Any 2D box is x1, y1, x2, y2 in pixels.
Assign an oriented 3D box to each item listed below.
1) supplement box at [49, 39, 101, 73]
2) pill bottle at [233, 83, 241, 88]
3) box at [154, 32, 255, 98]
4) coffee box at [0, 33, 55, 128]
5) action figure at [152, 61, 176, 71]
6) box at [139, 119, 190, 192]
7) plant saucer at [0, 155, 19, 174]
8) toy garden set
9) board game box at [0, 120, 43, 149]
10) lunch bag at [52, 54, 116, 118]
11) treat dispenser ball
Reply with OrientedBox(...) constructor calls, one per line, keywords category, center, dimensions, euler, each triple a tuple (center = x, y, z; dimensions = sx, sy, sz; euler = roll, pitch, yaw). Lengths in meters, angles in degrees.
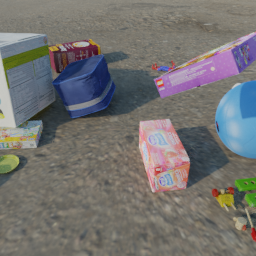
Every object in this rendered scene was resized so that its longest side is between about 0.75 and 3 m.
OrientedBox(category="supplement box", center=(-2.851, -3.857, 14.878), dimensions=(2.526, 1.082, 1.394), euler=(-16, 38, -22))
OrientedBox(category="pill bottle", center=(4.913, -1.321, 11.506), dimensions=(0.748, 0.748, 1.285), euler=(-15, 37, -21))
OrientedBox(category="box", center=(1.718, -1.298, 5.499), dimensions=(1.517, 0.433, 2.217), euler=(-14, 14, 43))
OrientedBox(category="coffee box", center=(-4.680, -1.864, 10.239), dimensions=(2.764, 2.738, 2.769), euler=(6, 27, 14))
OrientedBox(category="action figure", center=(2.006, -3.193, 14.267), dimensions=(1.553, 0.769, 0.507), euler=(23, 41, 26))
OrientedBox(category="box", center=(0.988, 0.732, 8.224), dimensions=(0.990, 1.073, 2.090), euler=(-5, 35, -7))
OrientedBox(category="plant saucer", center=(-3.722, 1.120, 8.490), dimensions=(0.830, 0.129, 0.830), euler=(0, 35, 0))
OrientedBox(category="toy garden set", center=(3.118, 2.082, 6.906), dimensions=(1.593, 0.381, 1.911), euler=(-4, 35, -9))
OrientedBox(category="board game box", center=(-3.969, 0.231, 9.607), dimensions=(1.840, 0.315, 1.237), euler=(-3, 34, -4))
OrientedBox(category="lunch bag", center=(-1.590, -1.638, 11.114), dimensions=(1.793, 1.746, 2.639), euler=(-11, 30, 17))
OrientedBox(category="treat dispenser ball", center=(3.908, -0.253, 8.546), dimensions=(2.381, 2.381, 2.381), euler=(0, 34, 0))
